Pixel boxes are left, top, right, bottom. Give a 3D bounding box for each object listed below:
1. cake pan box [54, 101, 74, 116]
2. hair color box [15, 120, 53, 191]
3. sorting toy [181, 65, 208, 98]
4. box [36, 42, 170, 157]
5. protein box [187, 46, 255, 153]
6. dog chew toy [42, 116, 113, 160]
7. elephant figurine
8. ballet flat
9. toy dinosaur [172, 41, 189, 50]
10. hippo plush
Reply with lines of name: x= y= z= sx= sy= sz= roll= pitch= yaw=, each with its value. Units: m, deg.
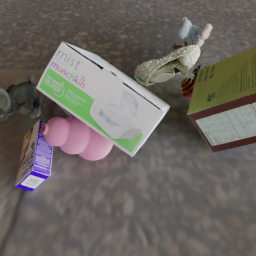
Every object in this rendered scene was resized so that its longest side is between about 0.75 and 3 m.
cake pan box: x=-1.088 y=-1.166 z=8.956 sx=2.270 sy=0.594 sz=2.090 roll=-32 pitch=55 yaw=-29
hair color box: x=-2.218 y=0.639 z=6.765 sx=0.490 sy=0.826 sz=1.511 roll=29 pitch=37 yaw=-32
sorting toy: x=2.183 y=-1.657 z=9.079 sx=0.594 sy=0.869 sz=1.447 roll=42 pitch=62 yaw=-18
box: x=-0.387 y=-0.737 z=6.686 sx=2.554 sy=1.235 sz=2.253 roll=36 pitch=13 yaw=4
protein box: x=2.969 y=-0.791 z=7.231 sx=2.156 sy=1.454 sz=2.140 roll=-19 pitch=32 yaw=36
dog chew toy: x=-1.225 y=0.193 z=6.845 sx=1.749 sy=1.089 sz=1.089 roll=14 pitch=33 yaw=-36
elephant figurine: x=-3.316 y=-0.761 z=7.895 sx=1.538 sy=1.088 sz=1.193 roll=3 pitch=68 yaw=7
ballet flat: x=1.514 y=-2.052 z=9.660 sx=2.696 sy=0.967 sz=0.967 roll=-24 pitch=49 yaw=-14
toy dinosaur: x=2.100 y=-2.977 z=10.688 sx=0.815 sy=0.553 sz=0.416 roll=35 pitch=10 yaw=-14
hippo plush: x=2.463 y=-3.765 z=10.623 sx=1.074 sy=1.064 sz=1.336 roll=30 pitch=61 yaw=-13
